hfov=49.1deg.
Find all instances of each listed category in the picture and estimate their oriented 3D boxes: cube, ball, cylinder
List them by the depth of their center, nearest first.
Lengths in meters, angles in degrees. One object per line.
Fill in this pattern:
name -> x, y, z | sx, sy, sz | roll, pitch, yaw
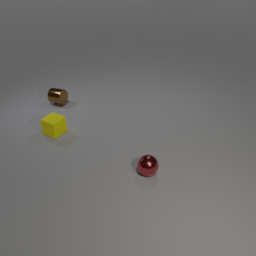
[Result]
ball -> 0.652, 1.217, 9.143 | 0.700, 0.700, 0.700 | 0, 32, 0
cube -> -2.955, -0.103, 11.211 | 0.700, 0.700, 0.700 | 18, 38, 25
cylinder -> -3.324, -1.520, 13.288 | 0.700, 0.700, 0.700 | 12, 34, 19
